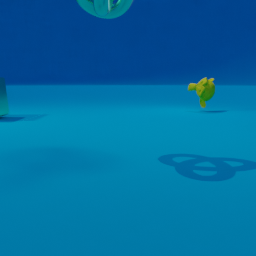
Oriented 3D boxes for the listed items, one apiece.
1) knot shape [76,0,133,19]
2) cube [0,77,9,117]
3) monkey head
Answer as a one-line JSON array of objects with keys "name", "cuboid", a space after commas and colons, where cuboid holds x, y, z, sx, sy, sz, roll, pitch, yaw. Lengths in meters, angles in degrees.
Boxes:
[{"name": "knot shape", "cuboid": [-0.215, -1.959, 3.927, 1.327, 0.613, 1.242, -41, 13, -36]}, {"name": "cube", "cuboid": [-4.700, -0.945, 8.879, 1.262, 1.262, 1.262, -4, 10, 0]}, {"name": "monkey head", "cuboid": [3.013, -1.542, 11.385, 0.983, 1.367, 0.824, 7, -17, 46]}]
